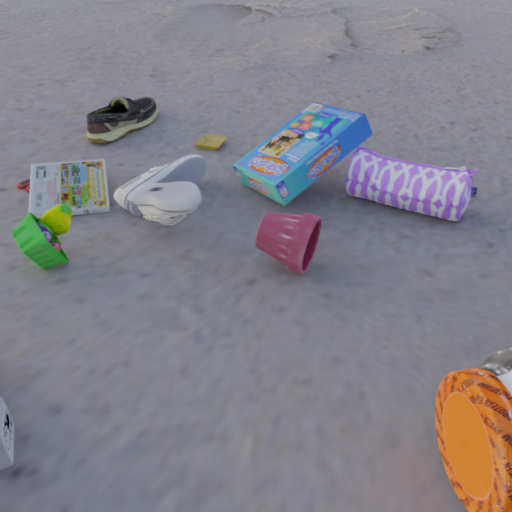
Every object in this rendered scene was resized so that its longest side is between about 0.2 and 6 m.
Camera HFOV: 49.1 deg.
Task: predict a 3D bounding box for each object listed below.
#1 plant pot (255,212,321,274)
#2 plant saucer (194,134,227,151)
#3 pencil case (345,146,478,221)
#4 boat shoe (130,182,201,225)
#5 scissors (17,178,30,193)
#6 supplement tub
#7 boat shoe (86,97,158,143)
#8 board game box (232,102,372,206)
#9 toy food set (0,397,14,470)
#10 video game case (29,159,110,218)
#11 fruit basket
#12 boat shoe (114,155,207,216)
[{"bbox_3d":[0.449,-0.266,8.148,0.784,0.876,0.876,19,39,15],"label":"plant pot"},{"bbox_3d":[-0.956,-2.379,11.819,0.548,0.133,0.547,12,37,16],"label":"plant saucer"},{"bbox_3d":[2.609,-1.251,9.564,2.165,0.926,0.909,15,29,22],"label":"pencil case"},{"bbox_3d":[-1.339,-0.741,8.531,1.733,0.570,0.624,7,38,48],"label":"boat shoe"},{"bbox_3d":[-3.823,-1.513,10.641,0.510,0.097,1.394,28,46,36],"label":"scissors"},{"bbox_3d":[3.153,1.551,5.086,2.668,1.635,1.635,-4,36,-7],"label":"supplement tub"},{"bbox_3d":[-2.916,-3.170,12.416,0.801,0.709,2.187,14,38,19],"label":"boat shoe"},{"bbox_3d":[0.779,-1.874,9.962,2.064,0.464,1.569,-39,36,-10],"label":"board game box"},{"bbox_3d":[-3.146,1.728,5.016,1.494,1.408,3.129,-11,37,-14],"label":"toy food set"},{"bbox_3d":[-3.321,-1.217,9.963,1.313,0.165,1.442,-7,45,-14],"label":"video game case"},{"bbox_3d":[-2.984,-0.327,8.173,0.935,0.935,0.674,-25,68,-30],"label":"fruit basket"},{"bbox_3d":[-1.711,-1.355,10.003,0.653,0.663,1.871,29,51,30],"label":"boat shoe"}]
